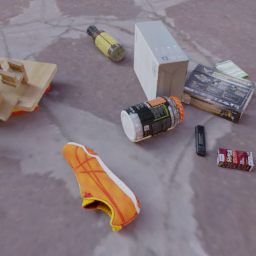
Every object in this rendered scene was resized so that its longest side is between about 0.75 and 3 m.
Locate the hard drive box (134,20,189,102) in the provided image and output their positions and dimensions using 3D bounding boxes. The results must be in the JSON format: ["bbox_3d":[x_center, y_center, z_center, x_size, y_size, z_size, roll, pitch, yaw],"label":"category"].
[{"bbox_3d":[1.014,-2.157,9.668,0.994,2.017,2.588,-11,49,-10],"label":"hard drive box"}]

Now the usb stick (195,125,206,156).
[{"bbox_3d":[2.229,0.363,8.593,0.320,0.188,1.156,10,48,1],"label":"usb stick"}]

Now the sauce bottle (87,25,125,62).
[{"bbox_3d":[-1.017,-3.691,11.938,0.758,0.758,2.342,-24,53,-21],"label":"sauce bottle"}]

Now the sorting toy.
[{"bbox_3d":[-3.878,-1.367,9.762,2.282,0.799,2.296,8,48,7],"label":"sorting toy"}]

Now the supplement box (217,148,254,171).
[{"bbox_3d":[3.058,0.899,8.031,0.926,0.282,0.504,7,48,8],"label":"supplement box"}]

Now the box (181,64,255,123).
[{"bbox_3d":[3.104,-1.288,9.860,2.243,0.542,1.777,25,52,21],"label":"box"}]

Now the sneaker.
[{"bbox_3d":[-0.944,1.355,7.141,1.097,1.038,2.845,-37,55,-20],"label":"sneaker"}]

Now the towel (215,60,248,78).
[{"bbox_3d":[4.083,-2.276,11.036,0.816,0.168,1.094,-21,51,-17],"label":"towel"}]

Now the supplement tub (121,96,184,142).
[{"bbox_3d":[0.760,-0.324,8.623,1.754,1.075,1.075,-19,50,-17],"label":"supplement tub"}]

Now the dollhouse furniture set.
[{"bbox_3d":[-4.858,-0.926,8.736,2.838,1.885,2.487,19,64,2],"label":"dollhouse furniture set"}]
